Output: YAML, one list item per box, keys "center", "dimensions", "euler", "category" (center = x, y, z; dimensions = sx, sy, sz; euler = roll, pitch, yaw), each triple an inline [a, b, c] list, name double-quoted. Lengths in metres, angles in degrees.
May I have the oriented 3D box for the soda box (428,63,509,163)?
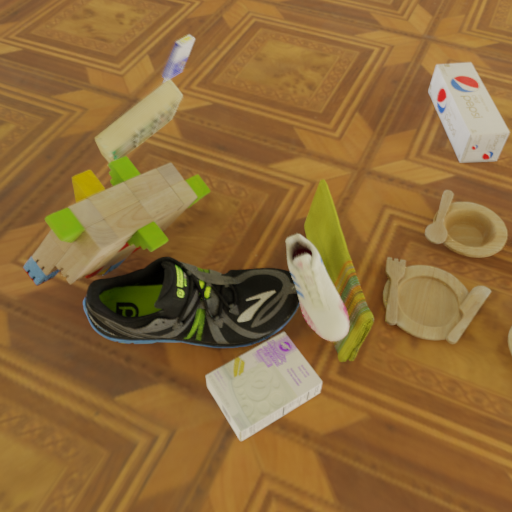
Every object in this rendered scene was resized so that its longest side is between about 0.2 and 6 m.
- center: [4.773, -3.311, 12.763]
  dimensions: [0.892, 0.833, 2.618]
  euler: [-4, 52, -3]
  category: "soda box"

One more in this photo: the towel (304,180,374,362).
- center: [1.373, 0.188, 9.663]
  dimensions: [0.276, 1.315, 3.055]
  euler: [1, 50, -14]
  category: "towel"

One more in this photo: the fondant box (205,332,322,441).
- center: [0.113, 2.026, 8.838]
  dimensions: [1.508, 0.439, 1.088]
  euler: [-26, 56, -20]
  category: "fondant box"

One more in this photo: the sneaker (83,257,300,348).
- center: [-1.009, 0.758, 9.045]
  dimensions: [3.577, 1.482, 1.268]
  euler: [-3, 66, -2]
  category: "sneaker"

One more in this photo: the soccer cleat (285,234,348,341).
- center: [0.834, 0.449, 8.489]
  dimensions: [0.629, 0.777, 1.800]
  euler: [-26, 53, 6]
  category: "soccer cleat"

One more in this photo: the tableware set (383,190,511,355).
- center: [4.456, 0.514, 9.992]
  dimensions: [4.167, 0.483, 3.480]
  euler: [23, 56, 16]
  category: "tableware set"

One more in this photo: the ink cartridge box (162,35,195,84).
- center: [-1.434, -3.522, 10.014]
  dimensions: [0.174, 0.730, 0.739]
  euler: [36, 40, 0]
  category: "ink cartridge box"

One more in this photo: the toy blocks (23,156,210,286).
- center: [-2.506, -0.381, 9.628]
  dimensions: [1.569, 2.147, 3.140]
  euler: [52, 41, 0]
  category: "toy blocks"

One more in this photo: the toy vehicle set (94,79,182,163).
- center: [-2.239, -2.426, 10.590]
  dimensions: [1.634, 2.631, 0.349]
  euler: [-40, 102, -7]
  category: "toy vehicle set"
